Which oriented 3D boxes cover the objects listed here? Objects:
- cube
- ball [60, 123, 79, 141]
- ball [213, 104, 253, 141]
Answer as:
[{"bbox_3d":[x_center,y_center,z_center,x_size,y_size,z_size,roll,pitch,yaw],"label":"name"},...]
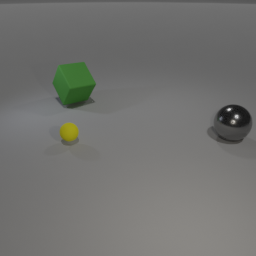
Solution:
[{"bbox_3d":[-2.628,-2.160,13.586,1.400,1.400,1.400,-18,70,-35],"label":"cube"},{"bbox_3d":[-2.190,0.150,10.423,0.700,0.700,0.700,0,28,0],"label":"ball"},{"bbox_3d":[3.991,-0.201,10.685,1.400,1.400,1.400,0,28,0],"label":"ball"}]
